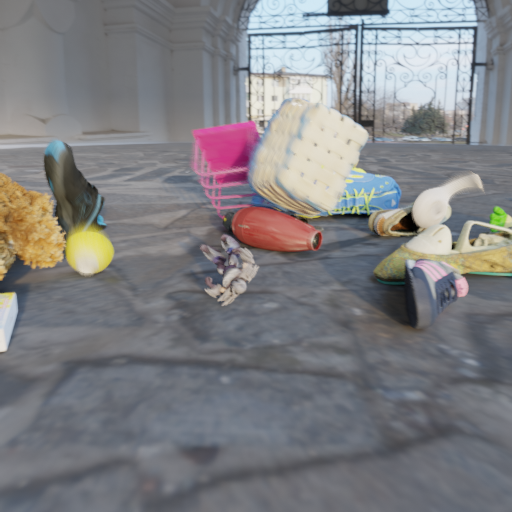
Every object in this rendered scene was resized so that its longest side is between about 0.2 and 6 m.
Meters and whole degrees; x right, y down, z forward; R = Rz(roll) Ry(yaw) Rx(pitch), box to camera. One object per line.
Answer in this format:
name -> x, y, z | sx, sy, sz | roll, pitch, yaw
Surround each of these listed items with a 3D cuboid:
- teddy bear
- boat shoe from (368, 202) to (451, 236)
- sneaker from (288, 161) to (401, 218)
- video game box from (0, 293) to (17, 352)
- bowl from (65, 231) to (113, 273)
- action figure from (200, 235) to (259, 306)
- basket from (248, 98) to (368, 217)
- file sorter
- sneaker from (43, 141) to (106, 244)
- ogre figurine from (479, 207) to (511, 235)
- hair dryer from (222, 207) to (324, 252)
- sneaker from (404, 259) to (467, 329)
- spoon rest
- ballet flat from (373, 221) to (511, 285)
teddy bear -> -4.158, -0.033, 7.810 | 3.036, 1.398, 4.188 | -25, 23, -19
boat shoe -> 3.318, -0.728, 11.629 | 1.919, 0.717, 0.656 | -15, 22, -19
sneaker -> 2.277, -1.569, 13.410 | 1.896, 1.367, 3.610 | 12, 18, 38
video game box -> -3.391, 0.795, 6.310 | 1.193, 0.306, 1.309 | -9, 16, -15
bowl -> -2.590, 0.027, 8.621 | 0.738, 0.738, 0.397 | -2, 40, -6
action figure -> -0.380, 0.169, 7.546 | 0.803, 0.428, 1.234 | -40, 31, 7
basket -> 0.858, -1.911, 11.257 | 1.888, 2.394, 2.715 | 24, 4, -24
file sorter -> -0.486, -1.820, 12.519 | 1.356, 1.223, 1.951 | -6, -27, 12
sneaker -> -3.109, -1.140, 9.665 | 0.856, 2.091, 0.765 | -17, 54, -22
ogre figurine -> 5.319, -0.532, 9.796 | 2.699, 1.324, 1.618 | 8, -10, -34
hair dryer -> 0.558, -0.630, 10.968 | 2.159, 0.770, 2.835 | -2, 16, -12
sneaker -> 2.292, 0.405, 7.102 | 0.789, 0.675, 1.924 | 0, 15, 14
spoon rest -> 3.734, -1.119, 11.128 | 1.518, 0.754, 0.460 | -32, 22, -9
ballet flat -> 3.079, -0.093, 8.646 | 2.677, 0.946, 0.946 | -3, 15, -10
